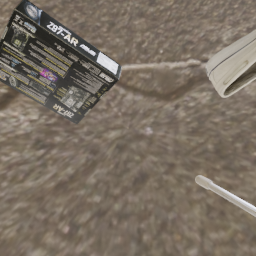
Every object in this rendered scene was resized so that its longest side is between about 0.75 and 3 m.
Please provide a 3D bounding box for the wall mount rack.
[{"bbox_3d":[1.904,1.277,3.145,2.374,0.885,2.063,6,50,-28],"label":"wall mount rack"}]

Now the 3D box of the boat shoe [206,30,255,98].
[{"bbox_3d":[2.630,-1.429,4.960,2.555,0.919,0.840,-30,62,26],"label":"boat shoe"}]

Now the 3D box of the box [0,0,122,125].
[{"bbox_3d":[-1.151,-0.904,4.371,1.679,1.345,0.365,31,43,-21],"label":"box"}]
